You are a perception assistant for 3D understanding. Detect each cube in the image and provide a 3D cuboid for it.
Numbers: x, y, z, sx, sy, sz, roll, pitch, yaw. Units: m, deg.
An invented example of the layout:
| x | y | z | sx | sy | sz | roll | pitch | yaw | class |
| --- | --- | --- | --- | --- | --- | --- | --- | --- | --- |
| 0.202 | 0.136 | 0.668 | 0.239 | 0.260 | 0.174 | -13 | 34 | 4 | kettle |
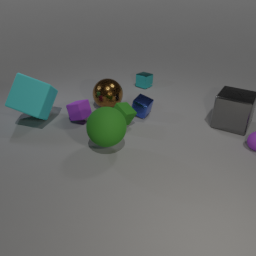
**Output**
| x | y | z | sx | sy | sz | roll | pitch | yaw | class |
| --- | --- | --- | --- | --- | --- | --- | --- | --- | --- |
| -2.049 | -0.755 | 11.796 | 0.700 | 0.700 | 0.700 | -3 | 19 | 33 | cube |
| 0.616 | -0.959 | 12.310 | 0.700 | 0.700 | 0.700 | 27 | 43 | 15 | cube |
| -0.209 | -0.559 | 11.365 | 0.700 | 0.700 | 0.700 | 48 | 32 | 21 | cube |
| 4.340 | -0.746 | 11.447 | 1.400 | 1.400 | 1.400 | 17 | 34 | 26 | cube |
| 0.902 | -2.643 | 15.462 | 0.700 | 0.700 | 0.700 | 22 | 33 | 33 | cube |
| -3.906 | -1.246 | 11.509 | 1.400 | 1.400 | 1.400 | 20 | -2 | -1 | cube |

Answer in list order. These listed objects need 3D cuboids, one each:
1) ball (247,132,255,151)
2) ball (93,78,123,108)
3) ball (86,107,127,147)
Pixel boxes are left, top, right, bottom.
| x | y | z | sx | sy | sz | roll | pitch | yaw | class |
| --- | --- | --- | --- | --- | --- | --- | --- | --- | --- |
| 4.650 | 0.471 | 10.042 | 0.700 | 0.700 | 0.700 | 0 | 30 | 0 | ball |
| -0.932 | -1.578 | 12.920 | 1.400 | 1.400 | 1.400 | 0 | 30 | 0 | ball |
| -0.746 | -0.040 | 9.722 | 1.400 | 1.400 | 1.400 | 0 | 30 | 0 | ball |
